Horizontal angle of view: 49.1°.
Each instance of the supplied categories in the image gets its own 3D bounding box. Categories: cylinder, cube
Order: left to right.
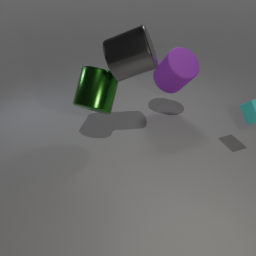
[{"bbox_3d":[-1.138,-1.336,10.088,1.400,1.400,1.400,14,-2,0],"label":"cylinder"},{"bbox_3d":[0.098,-2.373,8.998,1.400,1.400,1.400,-17,29,15],"label":"cylinder"},{"bbox_3d":[1.938,-2.318,11.403,1.400,1.400,1.400,7,69,-19],"label":"cylinder"},{"bbox_3d":[4.175,-0.572,8.976,0.700,0.700,0.700,-17,-5,-12],"label":"cube"}]
